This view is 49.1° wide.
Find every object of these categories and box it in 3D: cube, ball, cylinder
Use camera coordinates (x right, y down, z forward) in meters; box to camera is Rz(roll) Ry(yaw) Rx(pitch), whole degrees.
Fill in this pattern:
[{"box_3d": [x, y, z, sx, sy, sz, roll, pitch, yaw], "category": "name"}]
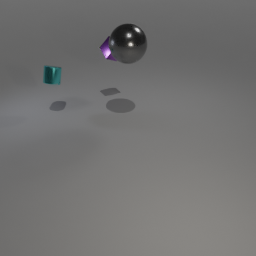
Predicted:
[{"box_3d": [-0.661, -3.434, 12.178, 0.700, 0.700, 0.700, -3, 58, -51], "category": "cube"}, {"box_3d": [0.000, -3.026, 10.106, 1.400, 1.400, 1.400, 0, 30, 0], "category": "ball"}, {"box_3d": [-3.079, -2.151, 11.389, 0.700, 0.700, 0.700, 8, 15, -2], "category": "cylinder"}]
